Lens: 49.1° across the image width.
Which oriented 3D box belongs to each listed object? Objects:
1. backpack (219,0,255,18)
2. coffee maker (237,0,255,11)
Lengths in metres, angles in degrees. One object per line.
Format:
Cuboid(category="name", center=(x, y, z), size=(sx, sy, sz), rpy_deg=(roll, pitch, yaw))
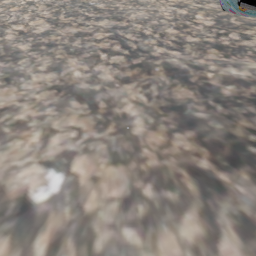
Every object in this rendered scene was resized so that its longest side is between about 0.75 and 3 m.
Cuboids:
Cuboid(category="backpack", center=(3.379, -3.453, 6.158), size=(2.656, 2.217, 1.681), rpy_deg=(-6, 14, 4))
Cuboid(category="coffee maker", center=(2.350, -1.963, 3.574), size=(1.490, 1.432, 1.004), rpy_deg=(33, 54, 16))
